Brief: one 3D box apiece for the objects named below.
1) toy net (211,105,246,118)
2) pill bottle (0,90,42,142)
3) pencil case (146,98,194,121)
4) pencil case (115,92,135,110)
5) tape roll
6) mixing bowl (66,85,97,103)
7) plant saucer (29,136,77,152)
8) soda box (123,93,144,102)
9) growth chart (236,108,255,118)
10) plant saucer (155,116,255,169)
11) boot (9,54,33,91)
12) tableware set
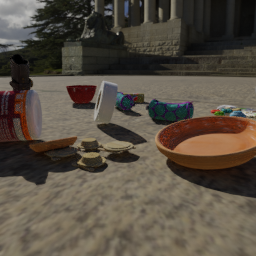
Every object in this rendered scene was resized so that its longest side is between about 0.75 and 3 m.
[{"bbox_3d":[4.210,-0.607,12.106,1.346,0.495,2.566,-1,11,9],"label":"toy net"},{"bbox_3d":[-4.109,-0.340,8.451,2.718,1.552,1.552,-3,14,-7],"label":"pill bottle"},{"bbox_3d":[1.771,-0.754,11.729,1.911,0.883,0.813,8,16,28],"label":"pencil case"},{"bbox_3d":[-0.295,-1.428,14.573,0.781,0.848,1.836,30,2,-23],"label":"pencil case"},{"bbox_3d":[-0.885,-1.012,10.995,0.573,1.638,1.638,12,11,-12],"label":"tape roll"},{"bbox_3d":[-2.773,-2.029,16.859,1.839,0.996,1.839,0,14,0],"label":"mixing bowl"},{"bbox_3d":[-1.981,0.438,7.536,1.261,0.236,1.261,-10,1,0],"label":"plant saucer"},{"bbox_3d":[0.203,-1.873,17.257,1.582,0.506,0.536,1,12,7],"label":"soda box"},{"bbox_3d":[5.936,-0.699,13.043,1.560,0.191,2.156,-2,14,-14],"label":"growth chart"},{"bbox_3d":[2.091,0.337,7.152,2.761,0.517,2.761,-9,18,3],"label":"plant saucer"},{"bbox_3d":[-3.954,-1.396,10.336,1.029,2.588,2.972,-9,21,-30],"label":"boot"},{"bbox_3d":[-0.976,0.607,7.388,1.774,0.246,2.124,9,17,36],"label":"tableware set"}]
